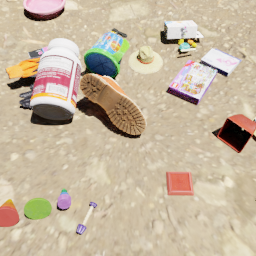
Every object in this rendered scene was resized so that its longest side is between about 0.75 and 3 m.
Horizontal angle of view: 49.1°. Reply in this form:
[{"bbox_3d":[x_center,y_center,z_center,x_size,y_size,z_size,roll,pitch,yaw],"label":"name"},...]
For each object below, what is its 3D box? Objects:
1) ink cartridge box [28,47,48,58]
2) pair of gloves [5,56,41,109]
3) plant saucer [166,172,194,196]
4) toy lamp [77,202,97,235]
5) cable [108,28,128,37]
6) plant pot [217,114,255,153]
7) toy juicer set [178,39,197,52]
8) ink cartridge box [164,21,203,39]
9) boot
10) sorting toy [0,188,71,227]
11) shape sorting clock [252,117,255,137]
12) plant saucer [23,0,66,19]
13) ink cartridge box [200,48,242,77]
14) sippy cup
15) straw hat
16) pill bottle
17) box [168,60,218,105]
[{"bbox_3d":[-3.261,-2.442,11.930,1.320,0.517,2.789,-20,58,-14],"label":"ink cartridge box"},{"bbox_3d":[-3.628,-1.852,11.188,1.910,0.265,2.144,-23,80,-17],"label":"pair of gloves"},{"bbox_3d":[1.669,1.749,9.000,0.843,0.155,0.841,1,54,0],"label":"plant saucer"},{"bbox_3d":[-1.224,2.657,8.262,0.279,0.279,0.960,17,53,12],"label":"toy lamp"},{"bbox_3d":[-0.472,-4.672,13.800,0.979,0.246,0.476,23,39,2],"label":"cable"},{"bbox_3d":[3.911,0.082,9.792,0.870,0.986,0.987,-30,58,-33],"label":"plant pot"},{"bbox_3d":[2.760,-3.703,12.925,0.818,0.350,1.286,5,42,-1],"label":"toy juicer set"},{"bbox_3d":[2.658,-4.689,13.328,1.754,0.595,1.010,-3,35,-2],"label":"ink cartridge box"},{"bbox_3d":[-0.299,-0.972,10.352,2.879,1.080,1.544,44,22,8],"label":"boot"},{"bbox_3d":[-2.845,2.241,8.434,2.257,0.783,0.777,-13,31,-7],"label":"sorting toy"},{"bbox_3d":[5.218,0.057,10.160,1.489,0.292,1.489,-3,51,3],"label":"shape sorting clock"},{"bbox_3d":[-4.384,-6.510,14.874,2.193,0.556,2.193,0,54,1],"label":"plant saucer"},{"bbox_3d":[4.169,-3.035,12.464,1.372,0.303,1.398,33,61,22],"label":"ink cartridge box"},{"bbox_3d":[-0.853,-3.085,11.612,2.009,1.577,1.472,13,60,15],"label":"sippy cup"},{"bbox_3d":[0.783,-3.207,12.336,1.660,0.702,1.660,0,53,0],"label":"straw hat"},{"bbox_3d":[-2.587,-1.831,10.433,1.578,1.578,2.794,3,67,3],"label":"pill bottle"},{"bbox_3d":[2.695,-1.935,11.581,1.335,0.381,1.951,27,58,19],"label":"box"}]
